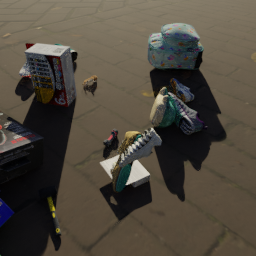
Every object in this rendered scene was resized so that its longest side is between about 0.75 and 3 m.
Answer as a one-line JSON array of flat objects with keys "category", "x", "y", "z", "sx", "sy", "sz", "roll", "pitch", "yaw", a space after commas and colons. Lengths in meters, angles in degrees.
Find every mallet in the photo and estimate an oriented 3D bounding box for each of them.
[{"category": "mallet", "x": -2.155, "y": 2.269, "z": 7.683, "sx": 0.528, "sy": 0.330, "sz": 1.602, "roll": -10, "pitch": 43, "yaw": -13}]

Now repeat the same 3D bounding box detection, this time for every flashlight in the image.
[{"category": "flashlight", "x": -0.632, "y": 0.340, "z": 10.139, "sx": 0.268, "sy": 0.269, "sz": 0.791, "roll": 5, "pitch": 36, "yaw": 32}]

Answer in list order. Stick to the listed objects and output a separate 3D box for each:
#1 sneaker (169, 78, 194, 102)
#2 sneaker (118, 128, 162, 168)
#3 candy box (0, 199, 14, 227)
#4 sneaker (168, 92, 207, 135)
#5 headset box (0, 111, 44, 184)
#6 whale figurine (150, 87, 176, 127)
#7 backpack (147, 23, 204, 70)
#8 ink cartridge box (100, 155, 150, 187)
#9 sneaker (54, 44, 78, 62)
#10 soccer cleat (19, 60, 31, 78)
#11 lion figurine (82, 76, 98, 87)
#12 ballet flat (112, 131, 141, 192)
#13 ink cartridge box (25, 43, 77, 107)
[{"category": "sneaker", "x": 2.384, "y": -1.666, "z": 12.553, "sx": 0.698, "sy": 0.596, "sz": 1.584, "roll": -3, "pitch": 44, "yaw": -20}, {"category": "sneaker", "x": 0.223, "y": 0.463, "z": 5.441, "sx": 1.004, "sy": 0.407, "sz": 0.377, "roll": -43, "pitch": 14, "yaw": 14}, {"category": "candy box", "x": -3.855, "y": 2.247, "z": 6.828, "sx": 1.312, "sy": 0.598, "sz": 1.552, "roll": 48, "pitch": 43, "yaw": -6}, {"category": "sneaker", "x": 2.188, "y": -0.594, "z": 11.054, "sx": 0.976, "sy": 0.829, "sz": 2.229, "roll": -5, "pitch": 47, "yaw": -24}, {"category": "headset box", "x": -4.239, "y": 0.605, "z": 8.757, "sx": 2.946, "sy": 1.105, "sz": 2.189, "roll": 27, "pitch": 31, "yaw": 30}, {"category": "whale figurine", "x": 1.411, "y": -0.767, "z": 10.815, "sx": 0.860, "sy": 1.319, "sz": 1.658, "roll": 17, "pitch": 51, "yaw": -7}, {"category": "backpack", "x": 2.348, "y": -4.180, "z": 14.529, "sx": 2.702, "sy": 2.072, "sz": 2.376, "roll": -7, "pitch": 44, "yaw": 0}, {"category": "ink cartridge box", "x": -0.113, "y": 1.359, "z": 8.811, "sx": 1.120, "sy": 0.284, "sz": 1.271, "roll": -20, "pitch": 42, "yaw": -24}, {"category": "sneaker", "x": -3.904, "y": -3.912, "z": 15.028, "sx": 1.291, "sy": 0.894, "sz": 2.138, "roll": 31, "pitch": 40, "yaw": 27}, {"category": "soccer cleat", "x": -4.815, "y": -3.387, "z": 14.267, "sx": 0.842, "sy": 1.045, "sz": 2.453, "roll": 10, "pitch": 39, "yaw": 12}, {"category": "lion figurine", "x": -1.848, "y": -2.281, "z": 13.458, "sx": 0.879, "sy": 0.319, "sz": 0.538, "roll": -19, "pitch": 31, "yaw": -15}, {"category": "ballet flat", "x": -0.095, "y": 0.764, "z": 6.569, "sx": 0.466, "sy": 0.507, "sz": 1.478, "roll": 16, "pitch": 76, "yaw": 36}, {"category": "ink cartridge box", "x": -3.382, "y": -2.219, "z": 11.724, "sx": 2.051, "sy": 2.336, "sz": 0.980, "roll": 9, "pitch": 40, "yaw": 13}]
